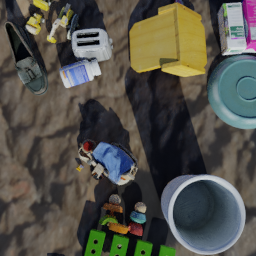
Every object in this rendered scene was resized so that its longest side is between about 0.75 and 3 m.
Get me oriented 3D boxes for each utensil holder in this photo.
[{"bbox_3d":[2.143,2.499,8.857,2.132,2.509,2.132,0,83,0],"label":"utensil holder"}]

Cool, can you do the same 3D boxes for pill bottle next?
[{"bbox_3d":[-1.743,-2.052,10.351,1.404,0.787,0.787,-18,83,-3],"label":"pill bottle"}]

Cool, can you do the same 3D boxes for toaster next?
[{"bbox_3d":[-1.411,-3.047,10.331,1.688,1.090,0.959,-4,81,0],"label":"toaster"}]

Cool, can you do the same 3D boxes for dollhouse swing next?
[{"bbox_3d":[1.508,-3.084,10.682,2.106,2.037,2.317,4,79,-41],"label":"dollhouse swing"}]

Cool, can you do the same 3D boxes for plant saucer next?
[{"bbox_3d":[4.451,-1.416,10.470,2.889,0.396,2.889,0,82,1],"label":"plant saucer"}]

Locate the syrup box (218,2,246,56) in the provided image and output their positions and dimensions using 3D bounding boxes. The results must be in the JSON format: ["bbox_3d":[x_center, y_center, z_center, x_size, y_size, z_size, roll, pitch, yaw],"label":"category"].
[{"bbox_3d":[3.923,-3.724,10.608,0.706,0.730,1.793,-3,81,0],"label":"syrup box"}]

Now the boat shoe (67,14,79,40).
[{"bbox_3d":[-2.054,-3.885,10.828,0.299,0.357,1.000,17,89,2],"label":"boat shoe"}]

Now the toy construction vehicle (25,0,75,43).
[{"bbox_3d":[-3.019,-4.395,10.716,1.694,0.685,1.946,29,83,4],"label":"toy construction vehicle"}]

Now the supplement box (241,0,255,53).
[{"bbox_3d":[4.753,-3.860,10.515,0.954,0.935,1.847,-1,82,0],"label":"supplement box"}]

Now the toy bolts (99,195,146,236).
[{"bbox_3d":[-0.031,2.931,9.475,1.524,1.455,1.057,19,76,-15],"label":"toy bolts"}]

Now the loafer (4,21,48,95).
[{"bbox_3d":[-3.867,-2.555,10.305,1.026,0.898,2.855,-25,85,3],"label":"loafer"}]

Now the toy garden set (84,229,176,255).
[{"bbox_3d":[-0.105,4.991,9.523,2.959,0.590,2.466,13,81,1],"label":"toy garden set"}]

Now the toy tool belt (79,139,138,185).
[{"bbox_3d":[-0.710,1.065,9.620,2.234,1.373,1.395,35,83,5],"label":"toy tool belt"}]

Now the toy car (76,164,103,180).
[{"bbox_3d":[-1.327,1.511,10.053,0.976,0.479,0.325,32,51,-2],"label":"toy car"}]

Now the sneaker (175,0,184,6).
[{"bbox_3d":[2.012,-4.878,10.998,0.334,0.308,0.758,4,91,-1],"label":"sneaker"}]
